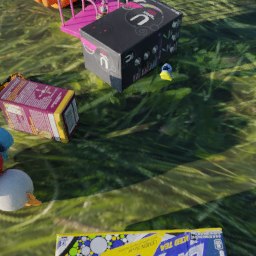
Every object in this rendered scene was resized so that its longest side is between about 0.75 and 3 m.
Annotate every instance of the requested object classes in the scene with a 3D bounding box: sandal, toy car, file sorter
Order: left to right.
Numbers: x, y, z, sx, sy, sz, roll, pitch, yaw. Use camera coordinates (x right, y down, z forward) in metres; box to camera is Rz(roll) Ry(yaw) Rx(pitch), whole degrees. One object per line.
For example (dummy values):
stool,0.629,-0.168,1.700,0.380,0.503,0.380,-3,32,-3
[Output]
toy car,-2.796,1.293,6.181,1.870,1.654,1.724,36,49,-7
file sorter,-1.059,-4.718,10.416,1.859,1.678,2.676,27,57,19
sandal,1.117,-1.584,7.976,0.335,0.842,0.367,11,91,6

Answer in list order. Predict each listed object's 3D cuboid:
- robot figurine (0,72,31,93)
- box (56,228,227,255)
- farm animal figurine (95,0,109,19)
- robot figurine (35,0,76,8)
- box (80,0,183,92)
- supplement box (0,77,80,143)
robot figurine,-3.643,-1.165,8.452,1.511,0.440,1.096,-35,62,-24
box,0.233,2.468,5.132,2.977,0.957,1.043,-2,63,-2
farm animal figurine,-0.762,-3.639,9.088,0.410,0.816,0.659,26,78,1
robot figurine,-2.497,-6.058,11.458,2.987,1.742,2.149,-43,23,-28
box,0.151,-2.802,9.018,1.766,1.532,2.889,37,61,24
supplement box,-2.317,-0.467,7.458,1.795,1.175,0.927,14,52,10
